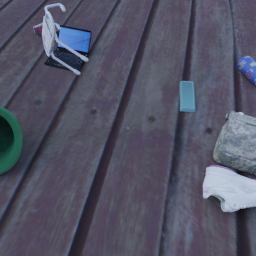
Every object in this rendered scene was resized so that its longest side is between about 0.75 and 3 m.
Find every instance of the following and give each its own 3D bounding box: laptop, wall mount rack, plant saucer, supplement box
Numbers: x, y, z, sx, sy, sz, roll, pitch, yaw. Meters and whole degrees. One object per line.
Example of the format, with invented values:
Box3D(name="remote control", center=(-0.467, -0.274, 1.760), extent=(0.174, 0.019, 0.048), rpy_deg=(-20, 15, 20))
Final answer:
Box3D(name="laptop", center=(-2.719, -3.644, 12.727), extent=(1.667, 0.972, 1.881), rpy_deg=(15, 51, 13))
Box3D(name="wall mount rack", center=(-2.162, -2.781, 9.174), extent=(0.854, 2.291, 1.991), rpy_deg=(-21, 90, -21))
Box3D(name="plant saucer", center=(2.404, -1.316, 11.295), extent=(0.602, 0.163, 1.723), rpy_deg=(5, 49, 4))
Box3D(name="supplement box", center=(-4.171, -4.865, 14.159), extent=(1.157, 0.352, 0.630), rpy_deg=(37, 58, 28))

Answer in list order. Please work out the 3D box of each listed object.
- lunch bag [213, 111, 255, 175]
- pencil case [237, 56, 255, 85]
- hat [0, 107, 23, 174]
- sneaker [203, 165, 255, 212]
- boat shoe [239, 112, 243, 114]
Box3D(name="lunch bag", center=(3.903, 0.414, 8.812), extent=(2.009, 1.685, 1.400), rpy_deg=(19, 52, 16))
Box3D(name="pencil case", center=(5.383, -2.349, 11.824), extent=(0.729, 0.655, 1.679), rpy_deg=(-25, 53, -3))
Box3D(name="hat", center=(-4.442, 0.247, 9.910), extent=(2.169, 2.305, 2.618), rpy_deg=(-4, 89, -1))
Box3D(name="sneaker", center=(3.379, 2.002, 8.188), extent=(2.473, 0.926, 1.232), rpy_deg=(18, 75, 12))
Box3D(name="boat shoe", center=(3.914, -0.216, 10.167), extent=(0.450, 0.441, 1.272), rpy_deg=(31, 56, 23))
